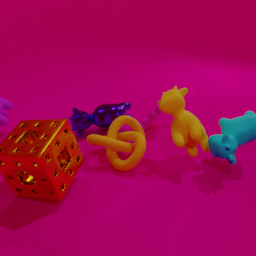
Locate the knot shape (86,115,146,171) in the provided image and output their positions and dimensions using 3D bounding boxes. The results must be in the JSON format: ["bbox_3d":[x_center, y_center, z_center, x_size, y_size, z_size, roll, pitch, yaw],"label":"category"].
[{"bbox_3d":[-0.124,0.378,6.517,1.493,0.690,1.397,-16,40,-21],"label":"knot shape"}]

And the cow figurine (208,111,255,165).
[{"bbox_3d":[2.348,0.173,5.971,1.308,0.718,1.287,-19,18,10],"label":"cow figurine"}]

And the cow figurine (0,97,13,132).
[{"bbox_3d":[-3.735,-0.420,6.911,1.489,0.831,1.513,33,31,-32],"label":"cow figurine"}]

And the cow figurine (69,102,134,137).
[{"bbox_3d":[-0.758,-0.278,7.609,1.492,0.819,1.468,-4,10,36],"label":"cow figurine"}]

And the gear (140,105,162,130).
[{"bbox_3d":[0.721,-0.355,7.738,0.196,1.062,1.062,46,39,3],"label":"gear"}]

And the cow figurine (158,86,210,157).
[{"bbox_3d":[1.259,-0.174,6.325,0.769,1.402,1.379,-27,51,23],"label":"cow figurine"}]

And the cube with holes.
[{"bbox_3d":[-1.700,0.585,5.464,1.087,1.087,1.087,-1,37,20],"label":"cube with holes"}]
